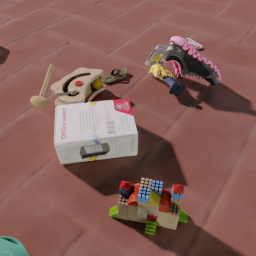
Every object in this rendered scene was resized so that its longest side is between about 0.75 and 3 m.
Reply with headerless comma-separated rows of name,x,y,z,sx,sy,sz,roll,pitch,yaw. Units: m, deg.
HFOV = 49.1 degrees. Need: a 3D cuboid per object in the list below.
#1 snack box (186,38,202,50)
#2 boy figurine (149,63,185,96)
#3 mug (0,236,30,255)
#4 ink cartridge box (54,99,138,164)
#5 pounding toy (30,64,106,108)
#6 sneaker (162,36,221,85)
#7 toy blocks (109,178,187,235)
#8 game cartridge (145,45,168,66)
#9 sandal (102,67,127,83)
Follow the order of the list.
snack box,3.230,-4.224,14.030,0.365,0.124,1.016,-26,50,-24
boy figurine,1.445,-2.079,11.415,1.185,0.614,1.907,6,32,-41
mug,-2.637,3.003,5.429,1.429,1.899,2.312,19,43,2
ink cartridge box,-1.020,0.063,9.016,2.456,1.051,1.813,-7,45,-4
pounding toy,-1.949,-1.473,10.147,1.642,1.648,2.873,25,50,29
sneaker,2.480,-2.377,11.152,2.711,1.293,1.071,34,1,-17
toy blocks,0.534,1.830,6.985,2.032,1.389,1.015,8,45,9
game cartridge,1.301,-3.015,11.874,0.756,1.133,0.229,1,58,-29
sandal,-0.542,-2.280,11.886,1.281,0.366,0.509,-31,52,-27
